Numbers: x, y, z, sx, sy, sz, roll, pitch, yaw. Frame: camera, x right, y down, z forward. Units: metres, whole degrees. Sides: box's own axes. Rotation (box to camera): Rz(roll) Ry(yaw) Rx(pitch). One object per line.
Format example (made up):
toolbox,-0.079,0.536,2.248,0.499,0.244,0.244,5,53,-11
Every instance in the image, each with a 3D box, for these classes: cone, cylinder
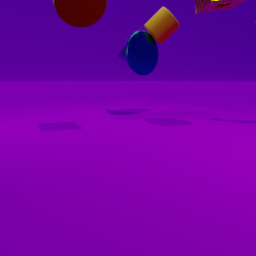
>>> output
cone,0.058,-2.855,10.939,1.604,1.604,1.610,-9,13,-39
cylinder,-1.179,-3.150,6.523,1.188,1.188,1.188,-4,44,-18
cylinder,1.286,-3.870,10.635,0.980,0.980,0.980,-42,3,12

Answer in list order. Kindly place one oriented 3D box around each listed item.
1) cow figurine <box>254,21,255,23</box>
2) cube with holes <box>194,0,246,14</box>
cow figurine,4.357,-2.692,8.032,1.373,1.396,0.766,24,53,41
cube with holes,2.369,-3.689,7.154,1.077,1.077,1.077,-9,8,-4
